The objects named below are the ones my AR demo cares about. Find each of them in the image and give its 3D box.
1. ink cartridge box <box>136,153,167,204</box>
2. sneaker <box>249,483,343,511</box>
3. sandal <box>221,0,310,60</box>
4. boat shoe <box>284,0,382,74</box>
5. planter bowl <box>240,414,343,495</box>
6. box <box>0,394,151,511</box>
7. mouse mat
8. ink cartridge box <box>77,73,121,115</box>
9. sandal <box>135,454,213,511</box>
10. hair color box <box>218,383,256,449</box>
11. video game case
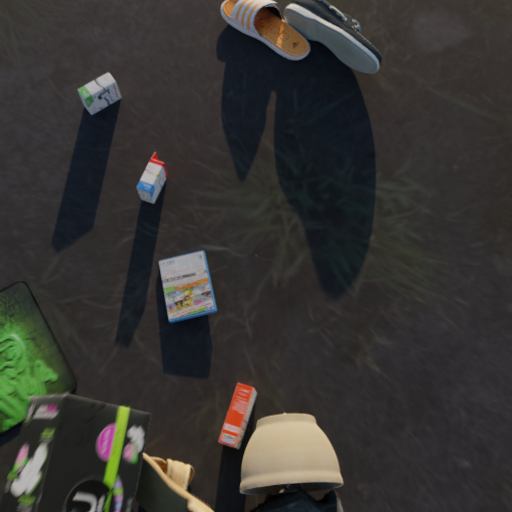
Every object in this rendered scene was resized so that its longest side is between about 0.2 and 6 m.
[{"bbox_3d":[-2.124,-1.626,11.668,0.310,0.535,0.921,19,70,7],"label":"ink cartridge box"},{"bbox_3d":[0.411,4.232,9.251,2.246,0.746,1.016,2,71,-3],"label":"sneaker"},{"bbox_3d":[0.269,-5.549,13.118,2.476,0.710,0.949,36,73,13],"label":"sandal"},{"bbox_3d":[1.882,-5.186,12.817,2.710,1.025,0.818,40,80,14],"label":"boat shoe"},{"bbox_3d":[0.535,3.248,9.214,1.656,1.656,1.115,-3,61,-1],"label":"planter bowl"},{"bbox_3d":[-2.869,3.443,8.849,1.636,1.369,2.202,26,61,-38],"label":"box"},{"bbox_3d":[-4.787,1.928,10.520,2.087,0.098,2.594,-30,72,-11],"label":"mouse mat"},{"bbox_3d":[-3.463,-3.592,12.416,0.807,0.589,0.339,-35,72,-13],"label":"ink cartridge box"},{"bbox_3d":[-1.273,3.917,9.365,2.502,0.823,0.917,24,110,36],"label":"sandal"},{"bbox_3d":[-0.318,2.833,9.883,0.332,0.576,1.039,14,69,11],"label":"hair color box"},{"bbox_3d":[-1.350,0.591,10.961,0.931,0.116,1.301,-13,66,-2],"label":"video game case"}]
